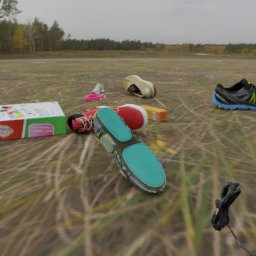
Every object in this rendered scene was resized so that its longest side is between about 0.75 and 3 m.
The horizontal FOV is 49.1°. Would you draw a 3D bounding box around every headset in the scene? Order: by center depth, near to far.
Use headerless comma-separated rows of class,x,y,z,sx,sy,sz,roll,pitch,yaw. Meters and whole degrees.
headset,1.818,1.365,2.764,2.088,0.981,1.290,25,28,32

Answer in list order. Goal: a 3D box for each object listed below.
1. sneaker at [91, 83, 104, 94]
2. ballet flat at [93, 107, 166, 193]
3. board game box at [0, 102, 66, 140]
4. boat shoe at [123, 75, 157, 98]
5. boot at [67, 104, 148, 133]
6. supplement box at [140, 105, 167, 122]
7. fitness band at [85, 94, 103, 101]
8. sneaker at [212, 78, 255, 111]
sneaker,-1.619,-2.083,14.763,0.425,0.516,1.122,5,18,17
ballet flat,-0.026,0.512,5.684,0.814,0.814,2.193,-11,52,-33
board game box,-3.486,-0.253,8.694,2.829,0.571,2.165,-6,18,-18
boat shoe,0.316,-2.104,14.320,1.000,0.941,2.625,-22,25,-25
boot,-0.674,-0.177,8.181,2.241,0.811,1.617,4,16,39
supplement box,0.821,-0.528,9.956,0.380,0.392,1.141,-13,23,-39
fitness band,-1.594,-1.450,13.250,0.770,0.201,1.073,3,16,11
sneaker,4.912,-1.373,11.269,2.908,1.205,1.031,1,19,3
